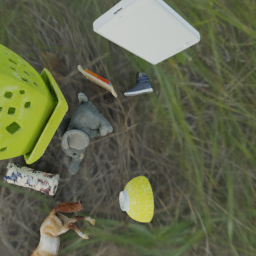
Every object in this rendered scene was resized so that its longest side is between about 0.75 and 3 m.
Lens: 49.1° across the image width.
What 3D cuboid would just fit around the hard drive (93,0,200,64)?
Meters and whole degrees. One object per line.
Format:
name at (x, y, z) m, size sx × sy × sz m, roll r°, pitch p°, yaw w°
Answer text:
hard drive at (0.545, -2.428, 7.069) m, size 1.582 × 2.399 × 0.315 m, roll -21°, pitch 67°, yaw 37°

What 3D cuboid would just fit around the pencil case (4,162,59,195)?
pencil case at (-2.733, 1.461, 8.111) m, size 1.552 × 0.694 × 0.604 m, roll 15°, pitch 65°, yaw 5°

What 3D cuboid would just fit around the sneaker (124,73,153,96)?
sneaker at (0.265, -1.347, 8.633) m, size 0.890 × 0.338 × 0.643 m, roll -13°, pitch 92°, yaw -9°

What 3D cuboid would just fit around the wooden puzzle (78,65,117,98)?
wooden puzzle at (-0.847, -1.385, 8.255) m, size 1.239 × 1.146 × 0.231 m, roll 35°, pitch 90°, yaw 3°

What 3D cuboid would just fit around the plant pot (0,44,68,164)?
plant pot at (-3.018, -0.583, 7.208) m, size 2.154 × 2.362 × 2.374 m, roll 18°, pitch 112°, yaw -38°

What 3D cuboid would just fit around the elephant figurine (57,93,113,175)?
elephant figurine at (-1.452, 0.238, 7.980) m, size 1.867 × 1.321 × 1.449 m, roll -42°, pitch 84°, yaw -5°

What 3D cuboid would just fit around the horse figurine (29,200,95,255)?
horse figurine at (-1.971, 3.217, 7.900) m, size 1.726 × 0.650 × 2.605 m, roll 12°, pitch 81°, yaw 8°

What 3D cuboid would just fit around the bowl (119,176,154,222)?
bowl at (0.155, 1.927, 7.532) m, size 0.669 × 1.243 × 1.243 m, roll -1°, pitch 83°, yaw -18°
